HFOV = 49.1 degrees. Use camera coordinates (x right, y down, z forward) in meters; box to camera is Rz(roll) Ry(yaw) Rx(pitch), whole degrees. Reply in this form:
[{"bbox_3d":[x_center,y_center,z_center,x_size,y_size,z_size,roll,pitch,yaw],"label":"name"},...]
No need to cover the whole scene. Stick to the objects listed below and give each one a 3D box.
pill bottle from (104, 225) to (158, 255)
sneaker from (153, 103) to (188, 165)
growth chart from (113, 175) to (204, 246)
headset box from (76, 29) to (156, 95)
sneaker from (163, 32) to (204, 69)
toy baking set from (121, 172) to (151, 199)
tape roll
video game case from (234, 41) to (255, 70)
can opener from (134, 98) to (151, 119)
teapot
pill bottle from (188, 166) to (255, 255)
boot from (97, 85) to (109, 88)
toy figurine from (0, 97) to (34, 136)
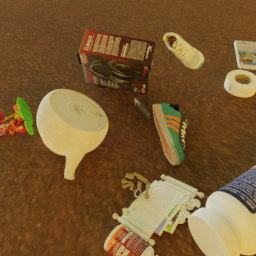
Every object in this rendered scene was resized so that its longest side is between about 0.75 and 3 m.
[{"bbox_3d":[0.153,3.173,7.090,1.415,0.775,0.775,31,54,25],"label":"pill bottle"},{"bbox_3d":[1.656,0.050,9.821,1.106,0.988,2.768,-9,46,-2],"label":"sneaker"},{"bbox_3d":[0.951,2.280,8.106,2.349,0.208,1.700,-35,45,-28],"label":"growth chart"},{"bbox_3d":[-0.520,-2.486,10.746,2.877,2.141,1.111,11,68,3],"label":"headset box"},{"bbox_3d":[2.055,-2.900,10.567,0.777,0.736,1.924,3,39,-50],"label":"sneaker"},{"bbox_3d":[0.297,1.782,8.664,1.114,0.130,0.855,28,37,25],"label":"toy baking set"},{"bbox_3d":[4.849,-1.910,11.982,1.356,0.474,1.356,0,48,0],"label":"tape roll"},{"bbox_3d":[6.123,-3.566,13.704,1.596,0.201,2.229,7,48,6],"label":"video game case"},{"bbox_3d":[0.606,-0.826,11.109,0.370,0.295,1.106,-26,54,-21],"label":"can opener"},{"bbox_3d":[-2.019,0.013,9.391,2.487,1.840,2.519,37,30,2],"label":"teapot"},{"bbox_3d":[3.169,2.176,7.354,2.976,1.722,1.722,-24,52,-21],"label":"pill bottle"},{"bbox_3d":[-0.311,-2.563,12.418,2.439,0.945,1.687,-14,52,4],"label":"boot"},{"bbox_3d":[-4.343,-0.198,10.282,1.378,1.124,1.497,-21,74,-1],"label":"toy figurine"}]
